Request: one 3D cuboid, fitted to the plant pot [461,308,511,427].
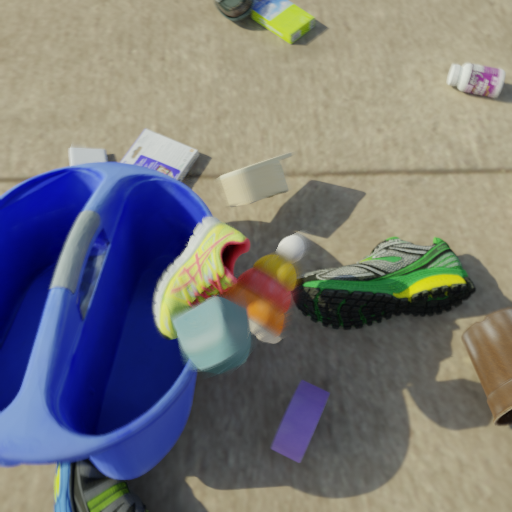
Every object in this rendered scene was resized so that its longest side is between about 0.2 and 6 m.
[{"bbox_3d":[4.226,1.759,9.142,1.518,1.518,1.503,-14,55,-7],"label":"plant pot"}]

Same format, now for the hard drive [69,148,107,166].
[{"bbox_3d":[-3.387,-1.748,11.403,0.733,0.141,1.112,-1,54,-23],"label":"hard drive"}]

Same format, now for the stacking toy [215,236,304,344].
[{"bbox_3d":[0.218,0.383,8.184,1.144,1.144,1.566,32,85,16],"label":"stacking toy"}]

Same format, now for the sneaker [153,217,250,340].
[{"bbox_3d":[-0.693,0.329,7.471,0.820,0.710,1.816,20,73,24],"label":"sneaker"}]

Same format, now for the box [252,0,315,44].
[{"bbox_3d":[0.589,-5.833,13.631,1.456,0.347,0.888,41,70,19],"label":"box"}]

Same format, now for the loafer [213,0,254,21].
[{"bbox_3d":[-0.802,-6.997,13.789,1.044,0.914,2.906,-23,58,16],"label":"loafer"}]

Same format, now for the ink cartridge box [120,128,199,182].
[{"bbox_3d":[-2.058,-1.919,11.624,1.290,0.280,1.278,25,65,10],"label":"ink cartridge box"}]

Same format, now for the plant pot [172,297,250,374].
[{"bbox_3d":[-0.482,1.030,6.876,0.715,0.713,0.728,-28,63,20],"label":"plant pot"}]

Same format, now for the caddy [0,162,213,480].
[{"bbox_3d":[-2.506,0.702,8.327,3.668,2.724,5.189,7,48,-2],"label":"caddy"}]

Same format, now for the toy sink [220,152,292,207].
[{"bbox_3d":[0.095,-1.399,10.489,1.221,0.796,0.684,-24,101,-28],"label":"toy sink"}]

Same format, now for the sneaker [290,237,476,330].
[{"bbox_3d":[2.149,0.432,10.023,3.221,1.257,1.372,-5,55,-13],"label":"sneaker"}]

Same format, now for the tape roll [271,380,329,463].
[{"bbox_3d":[0.697,2.582,8.780,0.496,1.168,1.168,24,65,12],"label":"tape roll"}]

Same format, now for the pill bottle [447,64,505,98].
[{"bbox_3d":[4.889,-3.937,12.493,1.101,0.618,0.618,13,63,7],"label":"pill bottle"}]

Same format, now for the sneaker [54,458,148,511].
[{"bbox_3d":[-2.255,3.770,8.338,1.379,1.179,3.327,-1,58,-25],"label":"sneaker"}]
